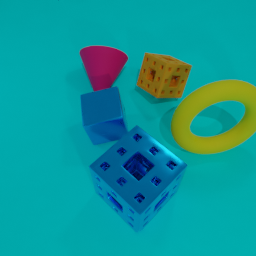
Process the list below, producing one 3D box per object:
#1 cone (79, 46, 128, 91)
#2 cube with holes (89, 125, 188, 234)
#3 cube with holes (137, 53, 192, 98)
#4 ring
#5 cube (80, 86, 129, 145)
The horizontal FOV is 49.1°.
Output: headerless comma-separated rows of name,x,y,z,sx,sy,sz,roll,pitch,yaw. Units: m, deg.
cone,-0.713,-1.312,7.571,1.337,1.337,1.342,5,83,3
cube with holes,0.186,1.034,5.592,1.278,1.278,1.278,39,64,23
cube with holes,0.903,-1.331,7.121,0.864,0.864,0.864,-5,31,-37
ring,1.908,-0.161,5.973,2.016,2.016,0.403,-6,46,-4
cube,-0.535,-0.272,6.576,0.911,0.911,0.911,-13,57,3
